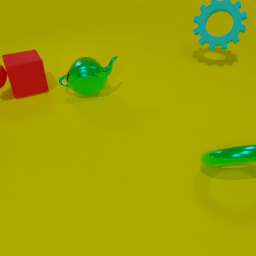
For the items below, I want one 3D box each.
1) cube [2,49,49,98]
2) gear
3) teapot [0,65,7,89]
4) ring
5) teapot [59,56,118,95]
[{"bbox_3d":[-3.044,-1.630,8.326,0.998,0.998,0.998,-17,39,-20],"label":"cube"},{"bbox_3d":[2.971,-3.389,9.115,1.651,1.651,0.305,15,10,18],"label":"gear"},{"bbox_3d":[-3.724,-1.397,7.732,0.564,1.152,0.716,16,43,4],"label":"teapot"},{"bbox_3d":[2.198,0.534,5.460,1.542,1.542,0.308,-5,80,-6],"label":"ring"},{"bbox_3d":[-1.120,-1.554,7.974,1.864,1.159,0.913,-15,60,11],"label":"teapot"}]
